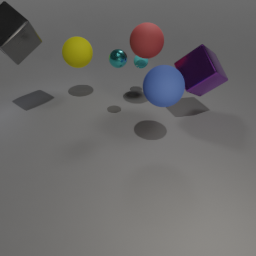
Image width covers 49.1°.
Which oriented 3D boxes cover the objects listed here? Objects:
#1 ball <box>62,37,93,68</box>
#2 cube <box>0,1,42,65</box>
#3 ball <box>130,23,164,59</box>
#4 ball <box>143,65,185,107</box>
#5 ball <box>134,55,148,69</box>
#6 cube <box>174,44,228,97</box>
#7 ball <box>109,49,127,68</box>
[{"bbox_3d":[-2.327,-3.478,12.901,1.400,1.400,1.400,0,32,0],"label":"ball"},{"bbox_3d":[-4.470,-3.600,10.746,1.400,1.400,1.400,41,82,13],"label":"cube"},{"bbox_3d":[0.763,-3.537,11.377,1.400,1.400,1.400,0,32,0],"label":"ball"},{"bbox_3d":[1.192,-1.397,9.384,1.400,1.400,1.400,0,32,0],"label":"ball"},{"bbox_3d":[0.627,-3.246,13.596,0.700,0.700,0.700,0,32,0],"label":"ball"},{"bbox_3d":[3.013,-2.319,11.554,1.400,1.400,1.400,6,59,-53],"label":"cube"},{"bbox_3d":[-0.373,-2.613,10.554,0.700,0.700,0.700,0,32,0],"label":"ball"}]
